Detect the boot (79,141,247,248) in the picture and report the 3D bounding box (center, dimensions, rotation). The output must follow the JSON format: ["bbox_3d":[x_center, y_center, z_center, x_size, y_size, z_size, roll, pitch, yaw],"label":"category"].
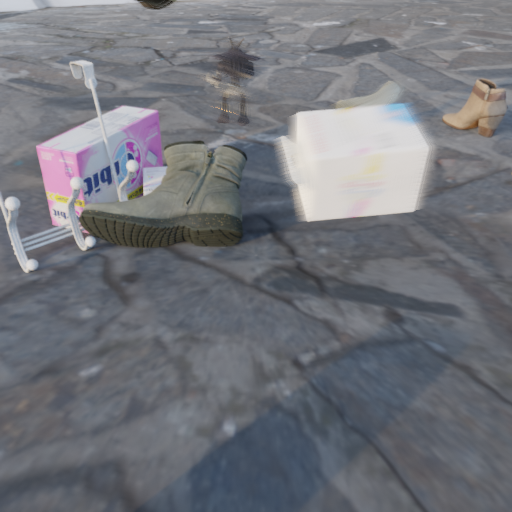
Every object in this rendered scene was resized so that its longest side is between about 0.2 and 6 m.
[{"bbox_3d":[-1.408,-1.029,8.869,2.555,0.865,1.669,2,66,-9],"label":"boot"}]

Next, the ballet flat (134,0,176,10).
[{"bbox_3d":[-1.651,-4.408,8.957,0.607,0.883,2.620,22,21,8],"label":"ballet flat"}]

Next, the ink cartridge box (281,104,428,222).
[{"bbox_3d":[1.028,-1.042,6.292,1.423,0.891,0.915,-5,46,-3],"label":"ink cartridge box"}]

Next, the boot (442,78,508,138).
[{"bbox_3d":[5.177,-3.562,13.230,0.583,1.213,1.660,-21,37,-28],"label":"boot"}]

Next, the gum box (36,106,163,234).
[{"bbox_3d":[-2.600,-1.637,9.961,0.826,1.417,2.497,14,35,20],"label":"gum box"}]

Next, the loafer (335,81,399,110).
[{"bbox_3d":[1.549,-2.219,8.748,0.635,0.636,1.820,47,68,-1],"label":"loafer"}]

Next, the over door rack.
[{"bbox_3d":[-2.948,-1.414,8.350,2.089,2.827,0.942,-26,16,-36],"label":"over door rack"}]

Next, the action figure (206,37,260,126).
[{"bbox_3d":[-0.418,-3.051,9.728,0.874,1.470,0.750,-5,28,-16],"label":"action figure"}]

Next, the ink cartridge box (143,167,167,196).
[{"bbox_3d":[-1.425,-0.970,9.688,1.005,0.578,1.716,-5,33,-10],"label":"ink cartridge box"}]
